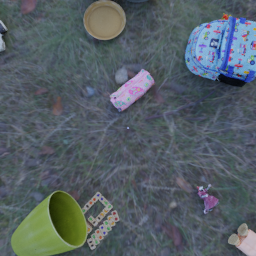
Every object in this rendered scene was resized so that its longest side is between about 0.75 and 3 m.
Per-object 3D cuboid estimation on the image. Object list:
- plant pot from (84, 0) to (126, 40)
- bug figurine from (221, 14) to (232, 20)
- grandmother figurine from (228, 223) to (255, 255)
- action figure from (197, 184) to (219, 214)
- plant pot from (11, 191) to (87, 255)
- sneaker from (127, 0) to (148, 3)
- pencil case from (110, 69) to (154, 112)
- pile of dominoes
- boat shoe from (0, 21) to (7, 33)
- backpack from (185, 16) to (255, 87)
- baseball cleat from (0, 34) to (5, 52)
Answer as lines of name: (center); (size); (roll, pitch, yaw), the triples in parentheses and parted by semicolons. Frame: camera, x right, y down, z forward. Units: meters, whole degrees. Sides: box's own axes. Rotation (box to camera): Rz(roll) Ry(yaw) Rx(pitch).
plant pot: (-0.855, -3.958, 10.351); (1.547, 0.213, 1.547); (0, 83, 0)
bug figurine: (3.324, -3.624, 10.185); (1.019, 0.262, 0.790); (-26, 99, 14)
grandmother figurine: (4.588, 4.190, 9.184); (2.404, 0.728, 1.458); (40, 107, 1)
action figure: (2.648, 2.347, 9.569); (0.878, 0.654, 0.588); (47, 41, 18)
plant pot: (-2.620, 3.272, 8.856); (1.960, 1.834, 1.834); (-32, 84, 13)
sneaker: (-0.180, -5.270, 9.953); (2.625, 1.075, 0.961); (16, 83, 8)
pencil case: (0.128, -1.308, 9.786); (1.654, 0.723, 0.723); (-39, 85, -5)
pile of dominoes: (-1.127, 3.171, 9.485); (1.235, 0.252, 1.585); (43, 86, 5)
boat shoe: (-4.889, -3.945, 10.257); (0.346, 0.400, 1.102); (-39, 89, -7)
backpack: (3.210, -2.663, 9.439); (2.366, 1.592, 2.160); (16, 92, 6)
baseball cleat: (-4.931, -2.761, 10.051); (0.797, 0.522, 1.498); (18, 84, 2)
